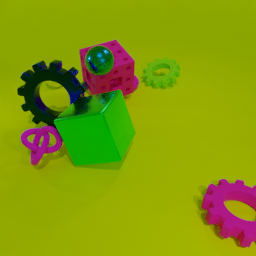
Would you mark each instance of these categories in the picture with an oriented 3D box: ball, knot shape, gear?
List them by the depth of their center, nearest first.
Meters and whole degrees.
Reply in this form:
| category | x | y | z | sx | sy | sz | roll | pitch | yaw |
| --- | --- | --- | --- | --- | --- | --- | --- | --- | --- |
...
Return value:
| category | x | y | z | sx | sy | sz | roll | pitch | yaw |
| --- | --- | --- | --- | --- | --- | --- | --- | --- | --- |
| gear | 2.345 | 1.679 | 5.752 | 1.570 | 0.290 | 1.570 | 4 | 31 | -2 |
| knot shape | -2.122 | 0.351 | 7.014 | 0.996 | 0.492 | 1.064 | -23 | 64 | 9 |
| gear | -2.120 | -0.897 | 8.072 | 2.050 | 2.050 | 0.379 | 5 | 27 | 8 |
| ball | -0.835 | -1.988 | 8.285 | 0.870 | 0.870 | 0.870 | 0 | 34 | 0 |
| gear | 1.322 | -2.225 | 11.181 | 1.484 | 0.274 | 1.484 | -10 | 50 | 12 |

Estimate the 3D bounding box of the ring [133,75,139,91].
| category | x | y | z | sx | sy | sz | roll | pitch | yaw |
| --- | --- | --- | --- | --- | --- | --- | --- | --- | --- |
| ring | -0.342 | -1.780 | 10.922 | 1.544 | 0.309 | 1.544 | -1 | 37 | 1 |

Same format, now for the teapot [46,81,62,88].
| category | x | y | z | sx | sy | sz | roll | pitch | yaw |
| --- | --- | --- | --- | --- | --- | --- | --- | --- | --- |
| teapot | -2.817 | -2.014 | 10.759 | 0.864 | 0.681 | 1.390 | 57 | 22 | 6 |

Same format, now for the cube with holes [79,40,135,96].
| category | x | y | z | sx | sy | sz | roll | pitch | yaw |
| --- | --- | --- | --- | --- | --- | --- | --- | --- | --- |
| cube with holes | -0.724 | -1.955 | 9.746 | 1.394 | 1.394 | 1.394 | -21 | 54 | -19 |

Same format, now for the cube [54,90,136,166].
| category | x | y | z | sx | sy | sz | roll | pitch | yaw |
| --- | --- | --- | --- | --- | --- | --- | --- | --- | --- |
| cube | -0.764 | -0.008 | 7.081 | 1.341 | 1.341 | 1.341 | -8 | 26 | 24 |
